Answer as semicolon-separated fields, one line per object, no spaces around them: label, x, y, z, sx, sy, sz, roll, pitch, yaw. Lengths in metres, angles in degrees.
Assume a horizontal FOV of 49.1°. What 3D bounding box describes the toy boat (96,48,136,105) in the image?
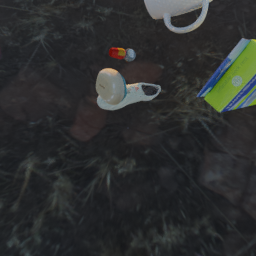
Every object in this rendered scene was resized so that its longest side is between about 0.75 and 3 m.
toy boat;-0.245;-1.178;6.398;0.610;1.313;1.104;-1;30;-33

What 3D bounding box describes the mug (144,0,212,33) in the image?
mug;1.637;-3.958;8.209;2.011;1.693;2.293;-1;91;28

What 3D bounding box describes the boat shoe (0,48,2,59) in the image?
boat shoe;-3.356;-1.660;6.033;1.109;1.378;2.971;-38;44;7

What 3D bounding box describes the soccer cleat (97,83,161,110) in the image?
soccer cleat;0.041;-0.895;7.349;1.761;0.683;0.610;-14;85;-27

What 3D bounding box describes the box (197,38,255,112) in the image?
box;3.034;-1.264;6.875;2.744;1.673;0.654;-13;55;-45
